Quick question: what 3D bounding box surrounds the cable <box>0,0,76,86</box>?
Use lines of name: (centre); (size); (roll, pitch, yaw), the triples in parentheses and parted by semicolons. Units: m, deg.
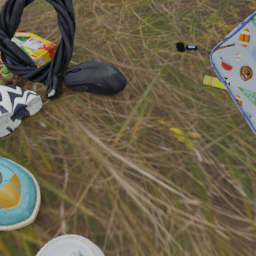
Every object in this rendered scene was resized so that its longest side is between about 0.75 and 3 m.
cable: (-2.385, -2.403, 7.048); (2.338, 0.728, 2.866); (-13, 79, 14)

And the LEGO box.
LEGO box: (-4.108, -3.033, 11.389); (2.095, 0.808, 1.560); (28, 57, 20)

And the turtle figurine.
turtle figurine: (-4.685, -2.350, 10.190); (1.930, 1.433, 1.991); (-39, 64, 15)

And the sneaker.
sneaker: (-4.327, -0.699, 9.486); (1.557, 0.955, 2.392); (31, 58, 24)

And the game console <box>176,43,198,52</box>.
game console: (2.573, -3.546, 12.243); (0.909, 0.110, 0.536); (0, 52, -1)

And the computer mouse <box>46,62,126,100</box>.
computer mouse: (-1.553, -1.936, 10.551); (2.974, 0.784, 2.060); (3, 51, 3)

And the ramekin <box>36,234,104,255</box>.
ramekin: (-1.345, 3.319, 6.339); (1.811, 0.950, 1.811); (0, 52, 0)

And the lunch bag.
lunch bag: (3.341, -1.228, 6.503); (1.117, 2.368, 2.956); (-24, 81, -28)

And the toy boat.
toy boat: (-3.686, 2.028, 7.102); (2.412, 1.333, 2.869); (28, 57, 19)

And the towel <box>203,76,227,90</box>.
towel: (3.483, -1.724, 10.841); (1.097, 0.099, 0.472); (17, 59, 12)
